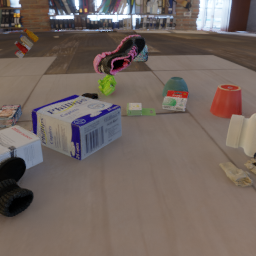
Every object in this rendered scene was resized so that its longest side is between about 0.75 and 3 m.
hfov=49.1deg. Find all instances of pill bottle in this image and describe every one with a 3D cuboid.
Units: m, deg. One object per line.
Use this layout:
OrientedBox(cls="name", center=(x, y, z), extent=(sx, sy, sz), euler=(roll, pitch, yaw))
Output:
OrientedBox(cls="pill bottle", center=(4.829, 0.332, 9.362), extent=(2.764, 1.534, 1.534), euler=(12, 28, 23))

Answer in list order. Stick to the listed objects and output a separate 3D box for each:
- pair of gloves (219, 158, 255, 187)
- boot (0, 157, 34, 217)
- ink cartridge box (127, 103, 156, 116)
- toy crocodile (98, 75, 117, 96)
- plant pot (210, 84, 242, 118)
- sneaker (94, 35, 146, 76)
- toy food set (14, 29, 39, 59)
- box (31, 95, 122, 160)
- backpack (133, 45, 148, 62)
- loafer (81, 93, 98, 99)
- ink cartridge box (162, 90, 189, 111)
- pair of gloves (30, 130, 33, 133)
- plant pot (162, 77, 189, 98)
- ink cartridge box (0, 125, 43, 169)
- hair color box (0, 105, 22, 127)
OrientedBox(cls="pair of gloves", center=(3.742, 1.352, 8.707), extent=(1.470, 0.258, 1.250), euler=(-3, 26, -5))
OrientedBox(cls="boot", center=(-3.091, 1.565, 7.651), extent=(1.418, 0.714, 1.897), euler=(4, 35, 25))
OrientedBox(cls="ink cartridge box", center=(0.633, -0.902, 13.459), extent=(1.364, 0.327, 0.993), euler=(-1, 25, 1))
OrientedBox(cls="toy crocodile", center=(-1.121, -2.545, 16.404), extent=(0.966, 0.883, 2.861), euler=(-39, 25, 12))
OrientedBox(cls="plant pot", center=(4.685, -1.309, 13.171), extent=(1.458, 1.290, 1.458), euler=(1, 25, 0))
OrientedBox(cls="sneaker", center=(-0.104, -3.059, 12.055), extent=(2.714, 1.072, 1.295), euler=(-39, 41, -19))
OrientedBox(cls="toy food set", center=(-3.974, -3.130, 10.560), extent=(1.218, 0.548, 0.581), euler=(-29, 30, 37))
OrientedBox(cls="box", center=(-1.914, -0.161, 10.644), extent=(2.547, 1.336, 2.342), euler=(16, 29, 32))
OrientedBox(cls="backpack", center=(0.573, -3.725, 13.789), extent=(0.794, 0.894, 0.673), euler=(5, 8, 21))
OrientedBox(cls="loafer", center=(-2.034, -1.690, 15.055), extent=(0.994, 0.363, 0.355), euler=(-12, 27, -25))
OrientedBox(cls="ink cartridge box", center=(2.400, -1.472, 14.024), extent=(1.107, 0.345, 1.376), euler=(8, 54, 17))
OrientedBox(cls="pair of gloves", center=(-3.559, 0.081, 11.574), extent=(0.865, 0.123, 1.077), euler=(9, 27, 19))
OrientedBox(cls="plant pot", center=(2.671, -2.274, 15.566), extent=(1.478, 0.995, 1.478), euler=(0, 26, 0))
OrientedBox(cls="ink cartridge box", center=(-4.120, 0.861, 8.926), extent=(1.640, 0.941, 2.258), euler=(21, 32, 38))
OrientedBox(cls="hair color box", center=(-5.334, -0.559, 12.504), extent=(0.802, 0.485, 1.604), euler=(-3, 25, -6))
